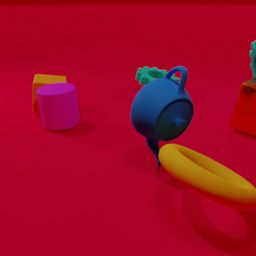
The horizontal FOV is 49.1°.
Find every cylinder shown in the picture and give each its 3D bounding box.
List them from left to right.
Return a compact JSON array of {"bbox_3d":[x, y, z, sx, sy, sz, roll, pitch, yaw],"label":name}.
[{"bbox_3d":[-1.892,-0.602,7.689,1.031,1.031,1.031,-2,26,1],"label":"cylinder"}]

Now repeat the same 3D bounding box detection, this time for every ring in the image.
[{"bbox_3d":[1.286,0.756,4.561,1.712,0.342,1.712,25,9,-4],"label":"ring"}]

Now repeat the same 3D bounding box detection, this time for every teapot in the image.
[{"bbox_3d":[0.714,-0.222,5.455,1.275,2.050,1.004,-4,31,-34],"label":"teapot"}]

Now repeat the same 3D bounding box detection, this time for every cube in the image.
[{"bbox_3d":[-2.405,-1.052,8.657,0.952,0.952,0.952,2,25,-15],"label":"cube"},{"bbox_3d":[3.573,-0.529,7.256,1.213,1.213,1.213,26,33,33],"label":"cube"}]

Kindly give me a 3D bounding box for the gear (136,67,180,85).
[{"bbox_3d":[1.066,-1.761,10.059,1.547,0.286,1.547,10,32,-7],"label":"gear"}]

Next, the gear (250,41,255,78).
[{"bbox_3d":[4.422,-1.811,9.027,0.378,2.041,2.041,-13,24,13],"label":"gear"}]
